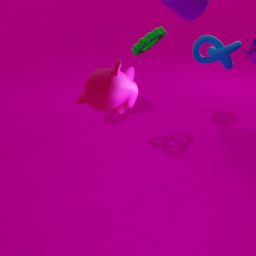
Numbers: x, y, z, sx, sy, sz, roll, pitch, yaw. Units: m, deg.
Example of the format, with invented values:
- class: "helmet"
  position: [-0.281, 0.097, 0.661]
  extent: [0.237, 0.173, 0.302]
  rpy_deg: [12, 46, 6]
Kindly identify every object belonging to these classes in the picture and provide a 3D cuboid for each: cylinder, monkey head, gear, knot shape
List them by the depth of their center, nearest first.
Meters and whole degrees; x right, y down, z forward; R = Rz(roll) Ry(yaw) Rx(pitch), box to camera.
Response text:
- class: "monkey head"
  position: [-0.209, -0.550, 3.494]
  extent: [0.607, 1.007, 0.724]
  rpy_deg: [27, 55, -25]
- class: "knot shape"
  position: [2.339, -2.058, 7.567]
  extent: [1.191, 0.588, 1.273]
  rpy_deg: [16, -6, 9]
- class: "monkey head"
  position: [4.362, -2.433, 9.002]
  extent: [0.925, 1.105, 1.536]
  rpy_deg: [-35, 0, 34]
- class: "gear"
  position: [0.683, -2.828, 9.193]
  extent: [1.236, 0.229, 1.236]
  rpy_deg: [-35, 1, 1]
- class: "cylinder"
  position: [1.966, -4.525, 9.624]
  extent: [1.217, 1.217, 1.217]
  rpy_deg: [19, 15, -35]
